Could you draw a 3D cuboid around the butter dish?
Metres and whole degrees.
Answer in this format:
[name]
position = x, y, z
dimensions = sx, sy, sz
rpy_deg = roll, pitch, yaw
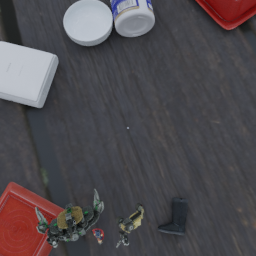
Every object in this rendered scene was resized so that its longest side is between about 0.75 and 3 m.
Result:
[butter dish]
position = 3.331, -4.645, 8.591
dimensions = 2.296, 1.702, 2.303
rpy_deg = -36, 78, -8

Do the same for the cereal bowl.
[cereal bowl]
position = -1.210, -3.201, 8.757
dimensions = 1.509, 0.629, 1.509
rpy_deg = 0, 75, -1

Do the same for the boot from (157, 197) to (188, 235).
[boot]
position = 1.198, 2.302, 7.429
dimensions = 0.760, 0.303, 0.922
rpy_deg = 11, 79, -8

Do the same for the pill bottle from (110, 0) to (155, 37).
[pill bottle]
position = 0.053, -4.015, 8.672
dimensions = 1.218, 1.218, 2.035
rpy_deg = -9, 75, -2

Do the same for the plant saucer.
[plant saucer]
position = -2.840, 2.677, 7.318
dimensions = 1.936, 0.356, 1.939
rpy_deg = 26, 77, 7

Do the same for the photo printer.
[photo printer]
position = -3.292, -1.616, 8.283
dimensions = 2.036, 0.707, 1.694
rpy_deg = 15, 75, 4

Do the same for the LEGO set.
[LEGO set]
position = -0.979, 2.291, 6.503
dimensions = 1.860, 2.863, 0.811
rpy_deg = -31, 116, -40
